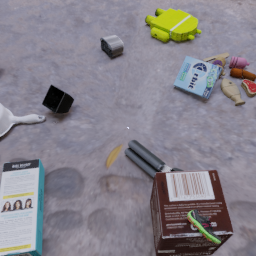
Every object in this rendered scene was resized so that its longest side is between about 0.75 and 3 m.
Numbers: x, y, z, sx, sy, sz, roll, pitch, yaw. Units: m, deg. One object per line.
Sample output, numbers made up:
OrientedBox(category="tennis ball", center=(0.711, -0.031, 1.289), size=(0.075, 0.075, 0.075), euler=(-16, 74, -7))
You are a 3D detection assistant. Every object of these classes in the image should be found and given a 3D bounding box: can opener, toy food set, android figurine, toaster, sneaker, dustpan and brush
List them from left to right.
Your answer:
OrientedBox(category="dustpan and brush", center=(-4.200, -0.275, 9.206), size=(2.790, 0.798, 1.947), euler=(-11, 51, 0))
OrientedBox(category="toaster", center=(-0.628, -3.368, 11.507), size=(0.698, 0.614, 1.081), euler=(-25, 54, -20))
OrientedBox(category="can opener", center=(0.882, 1.157, 8.225), size=(2.259, 0.595, 0.751), euler=(35, 25, 22))
OrientedBox(category="android figurine", center=(2.058, -4.603, 12.505), size=(2.482, 0.510, 2.259), euler=(32, 59, 23))
OrientedBox(category="sneaker", center=(1.526, 1.908, 5.474), size=(0.329, 0.301, 0.785), euler=(-39, 68, -16))
OrientedBox(category="toy food set", center=(4.074, -2.083, 10.656), size=(1.682, 0.417, 2.647), euler=(-18, 55, -13))

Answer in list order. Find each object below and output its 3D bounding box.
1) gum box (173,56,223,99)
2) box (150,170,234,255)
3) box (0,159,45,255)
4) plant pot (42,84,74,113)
OrientedBox(category="gum box", center=(2.492, -1.824, 10.064), size=(1.363, 0.304, 1.158), euler=(27, 97, 24))
OrientedBox(category="box", center=(1.371, 2.067, 6.655), size=(1.502, 1.810, 1.487), euler=(-3, 53, -2))
OrientedBox(category="box", center=(-2.813, 2.074, 7.397), size=(1.031, 0.616, 2.505), euler=(-6, 53, -5))
OrientedBox(category="plant pot", center=(-2.284, -0.906, 9.423), size=(0.759, 0.675, 0.761), euler=(30, 95, 31))
